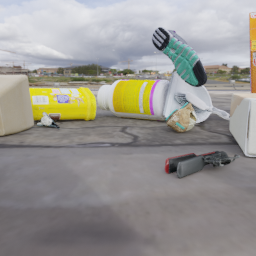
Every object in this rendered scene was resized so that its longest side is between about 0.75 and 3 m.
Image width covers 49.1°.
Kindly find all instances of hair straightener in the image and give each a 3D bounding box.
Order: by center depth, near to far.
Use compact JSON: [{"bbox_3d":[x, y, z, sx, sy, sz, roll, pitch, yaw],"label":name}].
[{"bbox_3d":[1.374,0.612,4.705,1.546,0.316,0.595,-1,9,-34],"label":"hair straightener"}]

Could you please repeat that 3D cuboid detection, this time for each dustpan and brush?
[{"bbox_3d":[2.681,-0.803,10.239,2.706,1.888,0.774,24,-19,-30],"label":"dustpan and brush"}]

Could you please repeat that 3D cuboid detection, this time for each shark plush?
[{"bbox_3d":[-2.497,-0.205,9.152,1.121,0.509,0.467,3,-22,44],"label":"shark plush"}]

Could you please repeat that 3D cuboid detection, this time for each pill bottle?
[{"bbox_3d":[0.251,-1.148,11.106,2.930,1.528,1.528,6,12,31],"label":"pill bottle"}]

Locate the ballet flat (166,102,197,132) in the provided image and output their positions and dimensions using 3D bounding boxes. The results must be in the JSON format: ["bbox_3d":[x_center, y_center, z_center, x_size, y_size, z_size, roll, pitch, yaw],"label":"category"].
[{"bbox_3d":[1.774,-0.281,8.857,0.742,0.801,2.273,43,26,8],"label":"ballet flat"}]

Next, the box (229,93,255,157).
[{"bbox_3d":[3.261,-0.191,6.590,1.397,1.143,2.941,2,9,12],"label":"box"}]

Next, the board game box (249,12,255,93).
[{"bbox_3d":[5.741,-2.245,9.560,2.893,2.896,2.894,-2,41,23],"label":"board game box"}]

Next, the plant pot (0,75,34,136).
[{"bbox_3d":[-3.809,-0.558,7.951,1.653,1.651,1.463,0,21,1],"label":"plant pot"}]

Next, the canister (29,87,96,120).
[{"bbox_3d":[-2.522,-0.921,10.514,2.282,0.988,1.695,-2,26,-22],"label":"canister"}]

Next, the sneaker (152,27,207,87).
[{"bbox_3d":[1.860,-2.377,9.010,1.049,2.396,0.892,-22,-19,-44],"label":"sneaker"}]
